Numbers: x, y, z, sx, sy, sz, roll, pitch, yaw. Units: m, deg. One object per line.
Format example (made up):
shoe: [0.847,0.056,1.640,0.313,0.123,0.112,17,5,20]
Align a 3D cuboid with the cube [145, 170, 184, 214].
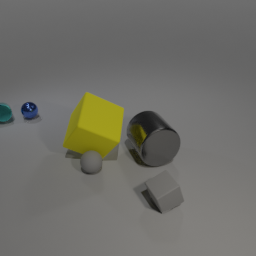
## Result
cube: [0.976,1.707,7.491,0.700,0.700,0.700,-29,38,-9]

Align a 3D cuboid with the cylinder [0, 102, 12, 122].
cylinder: [-5.213,-0.672,11.637,0.700,0.700,0.700,-14,18,-22]

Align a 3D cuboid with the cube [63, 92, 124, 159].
cube: [-1.109,-0.026,9.104,1.400,1.400,1.400,22,50,-20]

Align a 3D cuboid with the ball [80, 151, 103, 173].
ball: [-1.146,1.057,8.769,0.700,0.700,0.700,0,30,0]

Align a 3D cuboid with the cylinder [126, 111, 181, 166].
cylinder: [0.814,0.323,9.325,1.400,1.400,1.400,-9,30,-16]

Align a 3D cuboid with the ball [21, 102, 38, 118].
ball: [-4.172,-0.758,11.865,0.700,0.700,0.700,0,30,0]
